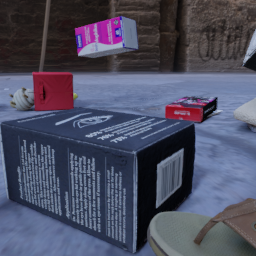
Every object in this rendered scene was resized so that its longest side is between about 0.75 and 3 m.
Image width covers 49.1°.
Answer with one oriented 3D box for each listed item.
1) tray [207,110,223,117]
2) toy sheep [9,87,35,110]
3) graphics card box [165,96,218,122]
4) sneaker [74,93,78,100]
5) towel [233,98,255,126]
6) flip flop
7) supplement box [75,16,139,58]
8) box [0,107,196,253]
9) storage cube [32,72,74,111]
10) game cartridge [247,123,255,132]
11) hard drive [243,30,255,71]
[{"bbox_3d":[2.823,-0.521,9.652,0.905,0.100,0.486,-14,18,-38],"label":"tray"},{"bbox_3d":[-3.790,-1.078,10.296,1.259,0.868,0.868,-21,9,14],"label":"toy sheep"},{"bbox_3d":[2.131,-0.668,9.231,1.176,0.477,1.874,7,18,33],"label":"graphics card box"},{"bbox_3d":[-2.738,-1.318,12.570,1.040,0.392,0.397,-14,24,-14],"label":"sneaker"},{"bbox_3d":[4.106,-0.402,7.679,1.669,0.434,2.519,24,31,36],"label":"towel"},{"bbox_3d":[1.298,0.954,2.415,2.246,0.647,0.911,4,14,16],"label":"flip flop"},{"bbox_3d":[-0.850,-3.525,11.092,2.218,1.122,1.146,-2,8,31],"label":"supplement box"},{"bbox_3d":[-0.377,0.426,3.668,2.065,1.077,1.528,9,16,33],"label":"box"},{"bbox_3d":[-2.929,-1.473,10.922,1.452,1.381,1.615,-3,14,-17],"label":"storage cube"},{"bbox_3d":[3.566,-0.022,7.571,0.547,0.162,0.845,-1,13,12],"label":"game cartridge"},{"bbox_3d":[4.102,-3.133,7.605,0.517,2.734,1.910,25,-10,5],"label":"hard drive"}]
